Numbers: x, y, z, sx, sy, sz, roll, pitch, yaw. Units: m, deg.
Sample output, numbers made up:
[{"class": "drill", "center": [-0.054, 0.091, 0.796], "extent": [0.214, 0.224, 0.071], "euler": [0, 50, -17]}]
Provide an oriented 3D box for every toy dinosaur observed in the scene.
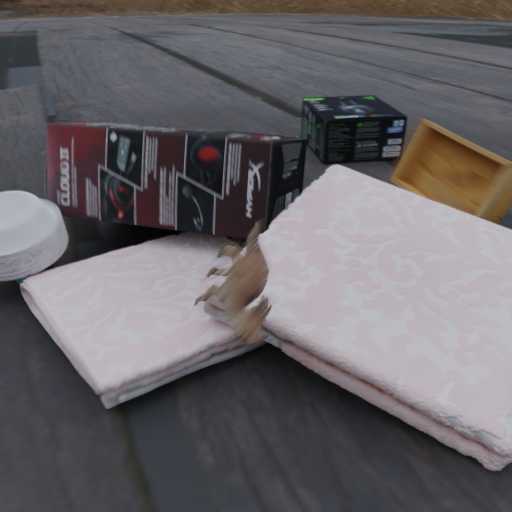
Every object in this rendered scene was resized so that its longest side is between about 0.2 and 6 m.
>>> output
[{"class": "toy dinosaur", "center": [-0.089, 0.286, 5.420], "extent": [0.765, 0.485, 1.129], "euler": [26, 69, -1]}]

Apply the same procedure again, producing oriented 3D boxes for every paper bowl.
[{"class": "paper bowl", "center": [-3.498, -0.366, 7.933], "extent": [1.477, 0.768, 1.477], "euler": [-2, 39, 1]}]

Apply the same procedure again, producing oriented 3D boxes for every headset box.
[{"class": "headset box", "center": [-1.358, -1.415, 9.507], "extent": [3.970, 1.489, 2.951], "euler": [7, 14, 14]}, {"class": "headset box", "center": [2.314, -3.195, 13.861], "extent": [2.024, 1.078, 2.324], "euler": [-4, 29, -8]}]

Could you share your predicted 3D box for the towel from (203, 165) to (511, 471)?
[{"class": "towel", "center": [1.809, 0.346, 7.168], "extent": [3.678, 0.621, 3.851], "euler": [25, 42, 20]}]

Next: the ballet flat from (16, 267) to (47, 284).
[{"class": "ballet flat", "center": [-3.634, -0.088, 8.764], "extent": [0.697, 0.677, 1.958], "euler": [0, 20, -46]}]

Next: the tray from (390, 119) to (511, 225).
[{"class": "tray", "center": [3.470, -1.395, 9.908], "extent": [0.499, 1.329, 2.694], "euler": [17, 22, -24]}]

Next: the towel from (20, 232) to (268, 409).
[{"class": "towel", "center": [-1.207, 0.581, 7.552], "extent": [3.079, 0.496, 2.941], "euler": [-17, 33, -32]}]
